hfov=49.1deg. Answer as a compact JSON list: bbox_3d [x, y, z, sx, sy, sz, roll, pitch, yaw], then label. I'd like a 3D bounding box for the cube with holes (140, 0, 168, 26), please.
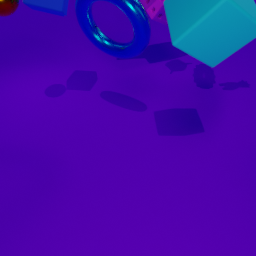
[{"bbox_3d":[1.397,-4.494,9.575,1.337,1.337,1.337,1,55,-42],"label":"cube with holes"}]

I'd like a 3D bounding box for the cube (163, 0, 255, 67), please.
[{"bbox_3d":[1.374,-1.856,4.610,1.054,1.054,1.054,16,55,-34],"label":"cube"}]

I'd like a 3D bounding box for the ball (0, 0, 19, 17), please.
[{"bbox_3d":[-2.822,-2.882,6.203,0.775,0.775,0.775,0,42,0],"label":"ball"}]

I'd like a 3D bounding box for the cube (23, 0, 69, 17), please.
[{"bbox_3d":[-1.933,-3.322,6.801,0.912,0.912,0.912,10,13,-9],"label":"cube"}]

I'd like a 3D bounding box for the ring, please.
[{"bbox_3d":[-0.347,-2.301,6.155,1.845,1.845,0.369,20,61,21],"label":"ring"}]
